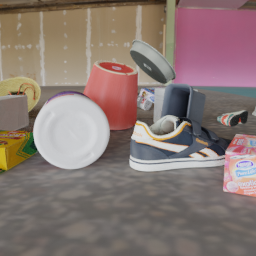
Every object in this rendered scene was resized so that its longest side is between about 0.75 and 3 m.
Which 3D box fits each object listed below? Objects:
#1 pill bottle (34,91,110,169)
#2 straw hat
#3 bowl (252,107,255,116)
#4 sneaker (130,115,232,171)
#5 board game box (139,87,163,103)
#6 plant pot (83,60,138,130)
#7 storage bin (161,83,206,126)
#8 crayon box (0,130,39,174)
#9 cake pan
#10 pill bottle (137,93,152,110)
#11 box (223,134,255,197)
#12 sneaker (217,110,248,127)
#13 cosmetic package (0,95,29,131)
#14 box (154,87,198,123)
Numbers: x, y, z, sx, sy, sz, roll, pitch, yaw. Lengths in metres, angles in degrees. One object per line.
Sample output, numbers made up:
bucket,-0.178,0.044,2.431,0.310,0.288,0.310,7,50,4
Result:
pill bottle,-1.493,-0.135,7.360,1.645,1.645,2.953,-2,11,-12
straw hat,-5.484,-1.172,13.754,2.698,2.698,1.142,0,-30,-2
bowl,7.523,-1.130,14.004,2.370,1.065,2.370,-1,11,0
sneaker,1.457,0.289,6.603,2.899,1.151,1.137,-3,10,-22
board game box,2.250,-1.657,16.044,2.375,0.489,2.369,31,25,25
plant pot,-0.616,-1.339,10.642,2.313,2.047,2.313,11,25,-5
storage bin,1.926,-0.561,9.765,1.202,1.789,1.302,5,5,-42
crayon box,-3.175,0.527,6.835,1.388,0.556,2.187,1,12,7
cake pan,0.966,-2.678,11.676,2.346,0.430,2.346,41,-3,3
pill bottle,0.695,-1.633,16.552,1.357,0.773,0.773,29,27,35
box,2.431,0.670,5.490,0.843,0.778,1.643,6,12,27
sneaker,4.384,-0.459,11.727,1.681,0.592,0.786,-14,23,-42
cosmetic package,-4.579,-0.487,10.198,0.928,1.274,2.506,1,10,7
box,1.897,-0.854,11.336,0.984,1.505,1.497,-8,15,-35
